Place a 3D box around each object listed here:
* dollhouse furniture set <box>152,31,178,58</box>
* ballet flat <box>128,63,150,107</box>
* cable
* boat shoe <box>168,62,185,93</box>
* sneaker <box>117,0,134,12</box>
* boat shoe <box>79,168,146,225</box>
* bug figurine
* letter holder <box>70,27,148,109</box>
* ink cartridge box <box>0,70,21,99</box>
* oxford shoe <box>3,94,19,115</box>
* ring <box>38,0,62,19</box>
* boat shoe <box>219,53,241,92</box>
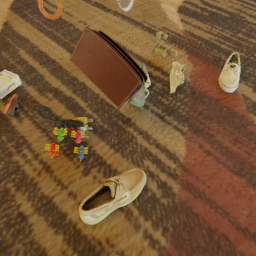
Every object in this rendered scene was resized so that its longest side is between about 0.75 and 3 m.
[{"bbox_3d":[1.956,-4.335,14.743,1.227,1.085,0.682,30,55,25],"label":"dollhouse furniture set"},{"bbox_3d":[0.608,-1.944,12.891,0.838,0.886,2.630,26,48,-13],"label":"ballet flat"},{"bbox_3d":[-2.500,-0.134,10.948,2.192,0.552,1.064,14,70,-9],"label":"cable"},{"bbox_3d":[2.325,-2.414,13.228,0.714,0.793,2.198,9,43,9],"label":"boat shoe"},{"bbox_3d":[-0.012,-4.596,9.908,0.612,0.672,1.638,-9,55,14],"label":"sneaker"},{"bbox_3d":[-0.432,2.053,9.074,2.626,0.853,0.947,-31,55,-25],"label":"boat shoe"},{"bbox_3d":[-2.233,0.598,10.507,1.565,0.403,1.214,7,75,1],"label":"bug figurine"},{"bbox_3d":[-0.505,-2.354,9.985,2.591,1.842,1.303,44,51,0],"label":"letter holder"},{"bbox_3d":[-5.811,-2.065,13.041,0.935,0.538,1.289,24,52,20],"label":"ink cartridge box"},{"bbox_3d":[-5.006,-0.999,12.242,0.469,0.460,1.292,27,38,-19],"label":"oxford shoe"},{"bbox_3d":[-2.727,-4.311,9.852,0.922,0.922,0.088,11,35,10],"label":"ring"},{"bbox_3d":[4.921,-2.757,13.479,0.906,0.822,2.463,11,49,10],"label":"boat shoe"}]
